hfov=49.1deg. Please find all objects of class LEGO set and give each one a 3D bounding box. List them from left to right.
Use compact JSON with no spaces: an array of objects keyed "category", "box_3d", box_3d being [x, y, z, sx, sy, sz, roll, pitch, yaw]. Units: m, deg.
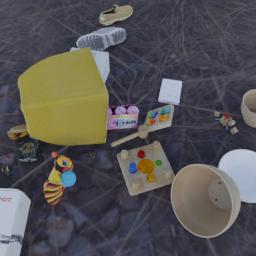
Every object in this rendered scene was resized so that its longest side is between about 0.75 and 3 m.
[{"category":"LEGO set","box_3d":[-3.710,0.939,10.012,1.817,0.515,1.180,-29,55,-5]}]

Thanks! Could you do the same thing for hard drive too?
[{"category":"hard drive","box_3d":[1.821,-1.566,12.033,0.867,0.167,1.314,10,53,8]}]

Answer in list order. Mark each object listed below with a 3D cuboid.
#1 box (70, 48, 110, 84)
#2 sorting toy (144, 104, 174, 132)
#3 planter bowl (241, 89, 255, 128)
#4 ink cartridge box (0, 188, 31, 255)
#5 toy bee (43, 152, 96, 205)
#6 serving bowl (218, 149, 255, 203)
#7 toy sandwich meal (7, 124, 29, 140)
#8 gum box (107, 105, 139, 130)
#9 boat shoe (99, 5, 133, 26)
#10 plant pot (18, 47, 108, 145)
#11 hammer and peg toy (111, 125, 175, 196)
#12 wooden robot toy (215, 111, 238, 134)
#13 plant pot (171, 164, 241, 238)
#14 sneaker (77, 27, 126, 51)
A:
[{"category":"box","box_3d":[-1.828,-2.437,12.105,1.708,1.122,1.717,9,53,7]},{"category":"sorting toy","box_3d":[1.136,-0.394,10.554,1.140,0.225,1.231,-16,33,26]},{"category":"planter bowl","box_3d":[5.035,-0.630,10.796,1.467,0.988,1.467,0,52,0]},{"category":"ink cartridge box","box_3d":[-3.955,3.059,7.704,1.867,1.095,2.550,2,58,1]},{"category":"toy bee","box_3d":[-2.154,1.334,8.983,1.107,1.333,2.036,41,60,-17]},{"category":"serving bowl","box_3d":[3.876,1.644,9.269,1.878,0.618,1.878,0,53,0]},{"category":"toy sandwich meal","box_3d":[-3.940,0.143,10.500,1.063,0.364,1.063,-4,14,1]},{"category":"gum box","box_3d":[-0.313,-0.404,10.713,1.466,0.832,0.485,-4,52,-3]},{"category":"boat shoe","box_3d":[-0.597,-6.321,15.287,2.174,0.828,0.779,-36,60,-24]},{"category":"plant pot","box_3d":[-2.326,-0.938,9.833,2.650,2.590,2.573,-11,53,-16]},{"category":"hammer and peg toy","box_3d":[0.451,1.086,9.599,1.675,0.803,2.278,-16,54,-10]},{"category":"wooden robot toy","box_3d":[3.922,-0.317,10.911,0.523,0.508,1.152,-21,55,-28]},{"category":"plant pot","box_3d":[2.498,2.054,8.347,1.363,2.031,2.031,2,43,-42]},{"category":"sneaker","box_3d":[-1.389,-4.407,13.933,2.530,0.946,1.038,-19,39,-21]}]
